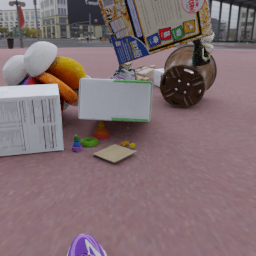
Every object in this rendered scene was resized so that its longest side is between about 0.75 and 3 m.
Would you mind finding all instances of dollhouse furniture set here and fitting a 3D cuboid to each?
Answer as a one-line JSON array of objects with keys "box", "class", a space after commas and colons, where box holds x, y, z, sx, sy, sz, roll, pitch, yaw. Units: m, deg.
[{"box": [0.948, -3.381, 15.597, 2.415, 1.179, 2.060, -25, 29, -22], "class": "dollhouse furniture set"}]

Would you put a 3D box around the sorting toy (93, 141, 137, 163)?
[{"box": [-0.203, 0.582, 6.840, 0.821, 0.148, 1.102, 11, 22, 40], "class": "sorting toy"}]

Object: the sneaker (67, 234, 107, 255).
[{"box": [-0.471, 1.656, 3.101, 0.579, 0.600, 1.437, -2, 19, -7], "class": "sneaker"}]

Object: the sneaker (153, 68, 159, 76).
[{"box": [2.089, -3.318, 17.262, 1.307, 0.545, 0.527, 15, 61, 1], "class": "sneaker"}]

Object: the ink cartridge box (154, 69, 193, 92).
[{"box": [2.423, -2.468, 14.268, 1.525, 0.880, 2.087, -7, 21, -19], "class": "ink cartridge box"}]

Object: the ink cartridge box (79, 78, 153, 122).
[{"box": [-0.223, -0.797, 8.374, 1.903, 1.096, 2.608, 3, 4, 5], "class": "ink cartridge box"}]

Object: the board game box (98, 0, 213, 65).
[{"box": [0.564, -2.435, 5.841, 2.141, 1.622, 0.496, -16, 33, 5], "class": "board game box"}]

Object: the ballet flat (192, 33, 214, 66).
[{"box": [2.460, -2.860, 9.232, 0.720, 2.104, 0.715, 12, 67, 22], "class": "ballet flat"}]

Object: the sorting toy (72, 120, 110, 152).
[{"box": [-0.988, 0.164, 7.457, 0.502, 0.499, 1.448, 11, 22, 28], "class": "sorting toy"}]

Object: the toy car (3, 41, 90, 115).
[{"box": [-2.649, -1.137, 8.958, 2.793, 2.445, 2.095, -12, 54, 37], "class": "toy car"}]

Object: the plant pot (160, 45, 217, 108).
[{"box": [2.328, -1.996, 11.287, 2.268, 2.268, 2.245, 7, 28, 18], "class": "plant pot"}]

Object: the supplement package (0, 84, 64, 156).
[{"box": [-2.704, -0.253, 7.164, 1.934, 1.457, 1.468, -5, 20, -14], "class": "supplement package"}]

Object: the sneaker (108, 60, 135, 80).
[{"box": [-0.606, -2.667, 14.024, 2.026, 1.417, 0.787, -6, 20, -16], "class": "sneaker"}]
